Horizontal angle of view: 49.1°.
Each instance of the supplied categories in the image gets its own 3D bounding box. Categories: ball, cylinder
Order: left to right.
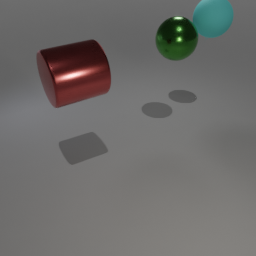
[{"bbox_3d":[-1.335,-1.340,6.884,1.400,1.400,1.400,-20,36,-23],"label":"cylinder"},{"bbox_3d":[1.601,-2.934,9.232,1.400,1.400,1.400,0,31,0],"label":"ball"},{"bbox_3d":[3.030,-3.961,10.022,1.400,1.400,1.400,0,31,0],"label":"ball"}]
